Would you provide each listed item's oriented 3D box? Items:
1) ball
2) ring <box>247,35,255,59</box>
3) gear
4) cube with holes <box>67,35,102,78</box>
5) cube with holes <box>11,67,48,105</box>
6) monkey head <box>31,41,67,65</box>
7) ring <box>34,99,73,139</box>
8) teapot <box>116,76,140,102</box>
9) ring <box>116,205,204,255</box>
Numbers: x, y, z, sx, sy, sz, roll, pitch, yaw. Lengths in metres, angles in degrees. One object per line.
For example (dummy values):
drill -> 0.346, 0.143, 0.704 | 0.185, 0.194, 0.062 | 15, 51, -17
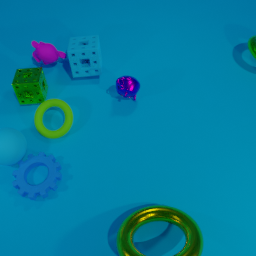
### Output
ball -> -3.339, 0.510, 7.713 | 1.053, 1.053, 1.053 | 0, 61, 0
ring -> 4.726, -2.542, 9.487 | 1.567, 0.313, 1.567 | 14, 52, -19
gear -> -2.483, 1.299, 7.695 | 1.303, 0.241, 1.303 | -1, 58, 2
cube with holes -> -1.380, -2.351, 9.164 | 0.947, 0.947, 0.947 | -5, 43, 0
cube with holes -> -3.029, -1.316, 8.748 | 0.798, 0.798, 0.798 | -5, 46, -1
monkey head -> -2.701, -2.586, 9.300 | 1.235, 0.744, 0.889 | 13, 63, -40
ring -> -2.229, -0.285, 8.390 | 1.214, 0.243, 1.214 | -1, 83, 8
teapot -> -0.004, -1.201, 8.594 | 0.768, 1.235, 0.605 | 1, 71, 31
ring -> 0.717, 2.532, 6.449 | 1.988, 0.398, 1.988 | -5, 26, 2
